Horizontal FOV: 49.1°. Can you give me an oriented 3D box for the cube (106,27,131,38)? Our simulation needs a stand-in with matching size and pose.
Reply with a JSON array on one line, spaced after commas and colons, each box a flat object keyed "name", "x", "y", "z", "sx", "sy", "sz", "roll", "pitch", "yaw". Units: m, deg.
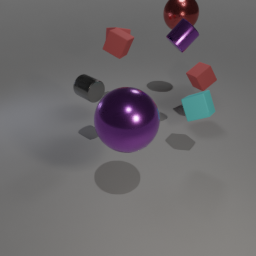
[{"name": "cube", "x": -0.395, "y": -3.484, "z": 10.832, "sx": 0.700, "sy": 0.700, "sz": 0.700, "roll": -6, "pitch": 19, "yaw": -34}]

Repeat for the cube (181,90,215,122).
[{"name": "cube", "x": 2.104, "y": -0.664, "z": 8.356, "sx": 0.700, "sy": 0.700, "sz": 0.700, "roll": -14, "pitch": 8, "yaw": 33}]

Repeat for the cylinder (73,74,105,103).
[{"name": "cylinder", "x": -1.191, "y": -1.215, "z": 8.581, "sx": 0.700, "sy": 0.700, "sz": 0.700, "roll": 29, "pitch": 41, "yaw": 34}]

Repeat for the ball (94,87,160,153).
[{"name": "ball", "x": -0.024, "y": -0.171, "z": 5.972, "sx": 1.400, "sy": 1.400, "sz": 1.400, "roll": 0, "pitch": 31, "yaw": 0}]

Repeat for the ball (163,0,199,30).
[{"name": "ball", "x": 2.100, "y": -4.541, "z": 11.091, "sx": 1.400, "sy": 1.400, "sz": 1.400, "roll": 0, "pitch": 31, "yaw": 0}]

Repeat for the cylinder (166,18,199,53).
[{"name": "cylinder", "x": 1.605, "y": -2.714, "z": 8.246, "sx": 0.700, "sy": 0.700, "sz": 0.700, "roll": 41, "pitch": 14, "yaw": -13}]

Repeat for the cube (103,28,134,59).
[{"name": "cube", "x": -0.320, "y": -2.873, "z": 9.481, "sx": 0.700, "sy": 0.700, "sz": 0.700, "roll": 31, "pitch": 33, "yaw": 5}]

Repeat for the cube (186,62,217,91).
[{"name": "cube", "x": 2.739, "y": -1.924, "z": 10.462, "sx": 0.700, "sy": 0.700, "sz": 0.700, "roll": -39, "pitch": 32, "yaw": -2}]
